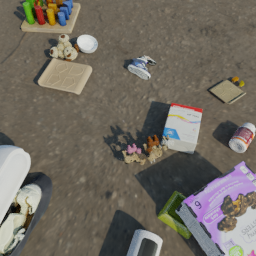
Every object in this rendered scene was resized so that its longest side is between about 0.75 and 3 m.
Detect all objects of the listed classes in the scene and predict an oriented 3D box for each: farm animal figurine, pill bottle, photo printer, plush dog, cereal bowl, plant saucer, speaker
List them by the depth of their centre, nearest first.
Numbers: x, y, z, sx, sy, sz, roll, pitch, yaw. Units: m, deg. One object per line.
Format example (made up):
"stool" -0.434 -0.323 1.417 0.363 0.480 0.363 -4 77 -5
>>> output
"speaker" 0.235 3.815 7.341 0.837 0.837 2.062 17 55 12
"photo printer" -4.291 1.779 8.273 2.404 1.003 2.889 -8 46 32
"plant saucer" 1.665 2.593 8.616 1.122 0.269 1.120 31 59 21
"farm animal figurine" 0.671 0.846 9.431 1.481 1.497 0.781 -4 70 -47
"pill bottle" 4.166 0.323 10.124 0.624 0.624 1.104 32 59 22
"plush dog" -2.861 -3.566 13.082 1.053 0.983 1.226 35 88 8
"cereal bowl" -1.971 -3.970 13.458 0.988 0.411 0.988 7 60 -12

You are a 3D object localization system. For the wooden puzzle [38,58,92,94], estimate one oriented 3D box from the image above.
"wooden puzzle" -2.695 -2.208 12.210 1.860 0.431 1.723 15 54 6

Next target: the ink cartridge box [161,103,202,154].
"ink cartridge box" 2.044 -0.173 10.440 1.212 0.701 2.086 12 53 10

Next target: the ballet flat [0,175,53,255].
"ballet flat" -3.089 2.530 8.199 1.090 1.090 2.984 13 54 10

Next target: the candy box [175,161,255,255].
"candy box" 3.224 2.775 7.814 2.429 1.036 2.896 -26 63 -21

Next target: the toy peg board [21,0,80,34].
"toy peg board" -4.127 -6.357 14.794 2.629 1.291 2.641 4 53 3

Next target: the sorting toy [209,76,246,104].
"sorting toy" 4.371 -1.617 11.891 1.550 0.208 1.155 -31 54 -21

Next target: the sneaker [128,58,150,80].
"sneaker" 0.698 -2.738 12.525 1.245 0.502 0.912 31 63 27

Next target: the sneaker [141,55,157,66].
"sneaker" 0.986 -3.160 12.983 0.828 0.305 0.331 26 55 18
